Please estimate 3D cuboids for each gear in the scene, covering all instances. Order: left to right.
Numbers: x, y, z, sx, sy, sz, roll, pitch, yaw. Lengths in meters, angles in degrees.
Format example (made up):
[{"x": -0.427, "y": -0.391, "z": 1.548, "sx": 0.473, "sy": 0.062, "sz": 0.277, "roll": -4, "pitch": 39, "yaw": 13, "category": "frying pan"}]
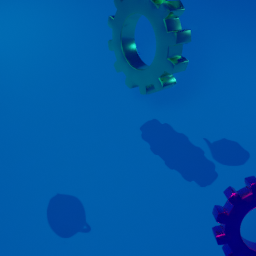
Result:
[{"x": 0.318, "y": -1.685, "z": 5.444, "sx": 0.373, "sy": 2.016, "sz": 2.016, "roll": -20, "pitch": 58, "yaw": -33, "category": "gear"}, {"x": 1.645, "y": 1.175, "z": 3.400, "sx": 1.182, "sy": 0.219, "sz": 1.182, "roll": 1, "pitch": 101, "yaw": 4, "category": "gear"}]
